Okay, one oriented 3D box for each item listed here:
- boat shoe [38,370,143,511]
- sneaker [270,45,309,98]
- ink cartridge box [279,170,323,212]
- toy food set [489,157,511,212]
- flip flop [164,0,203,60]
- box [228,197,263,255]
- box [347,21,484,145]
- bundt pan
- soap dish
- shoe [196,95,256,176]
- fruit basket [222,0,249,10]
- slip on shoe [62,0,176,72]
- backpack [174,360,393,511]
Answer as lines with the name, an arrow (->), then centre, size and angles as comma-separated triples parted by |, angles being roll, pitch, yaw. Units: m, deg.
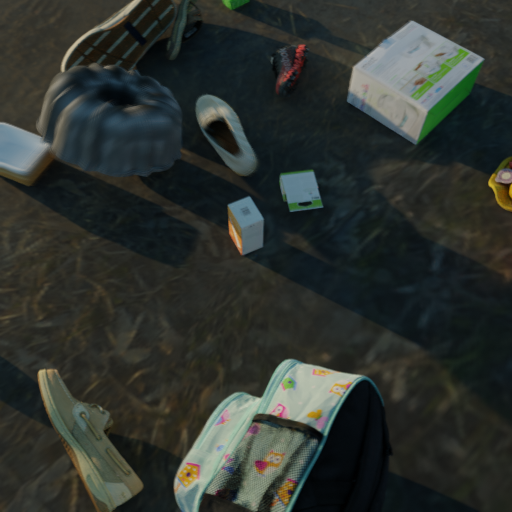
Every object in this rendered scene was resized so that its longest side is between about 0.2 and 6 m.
boat shoe -> -2.479, 2.587, 8.235 | 0.745, 0.823, 2.310 | -27, 69, -24
sneaker -> 0.622, -4.116, 12.402 | 0.796, 0.576, 1.629 | 15, 58, 8
ink cartridge box -> 0.852, -1.172, 10.746 | 0.663, 0.340, 0.897 | -8, 61, -5
toy food set -> 5.316, -1.662, 10.884 | 1.079, 0.599, 1.834 | 32, 64, 18
flip flop -> -1.601, -5.399, 13.089 | 0.640, 0.902, 2.223 | 17, 58, -13
box -> -0.187, -0.523, 10.009 | 0.441, 0.905, 0.563 | -23, 61, -14
box -> 3.344, -3.739, 11.894 | 1.883, 1.032, 2.134 | 38, 66, 20
bundt pan -> -2.628, -2.695, 10.452 | 2.756, 1.034, 2.756 | 12, 40, -10
soap dish -> -4.770, -1.997, 11.098 | 1.327, 0.539, 1.044 | 21, 60, 11
shoe -> -0.666, -2.554, 11.309 | 0.753, 0.575, 2.153 | -37, 64, 11
fruit basket -> -0.476, -6.532, 13.795 | 0.773, 0.773, 0.558 | -34, 64, -19
slip on shoe -> -3.140, -4.836, 12.682 | 3.124, 1.188, 0.946 | -52, 29, -16
backpack -> 0.517, 2.775, 7.098 | 2.155, 2.471, 2.811 | 8, 42, 39
